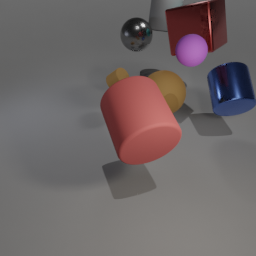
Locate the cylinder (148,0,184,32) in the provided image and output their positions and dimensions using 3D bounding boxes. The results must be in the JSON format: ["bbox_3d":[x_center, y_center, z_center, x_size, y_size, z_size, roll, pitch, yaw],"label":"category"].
[{"bbox_3d":[1.656,-5.027,12.414,1.400,1.400,1.400,6,22,-2],"label":"cylinder"}]

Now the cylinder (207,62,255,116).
[{"bbox_3d":[3.535,-1.306,9.639,1.400,1.400,1.400,-2,69,-3],"label":"cylinder"}]

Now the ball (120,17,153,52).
[{"bbox_3d":[0.364,-4.015,12.069,1.400,1.400,1.400,0,33,0],"label":"ball"}]

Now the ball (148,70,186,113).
[{"bbox_3d":[1.108,-1.098,8.780,1.400,1.400,1.400,0,33,0],"label":"ball"}]

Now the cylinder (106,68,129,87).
[{"bbox_3d":[-0.420,-1.994,11.406,0.700,0.700,0.700,-25,11,44],"label":"cylinder"}]

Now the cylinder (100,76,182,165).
[{"bbox_3d":[0.243,-0.154,6.069,1.400,1.400,1.400,-11,55,-16],"label":"cylinder"}]

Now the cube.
[{"bbox_3d":[2.171,-3.157,8.771,1.400,1.400,1.400,5,28,36],"label":"cube"}]

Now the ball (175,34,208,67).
[{"bbox_3d":[1.404,-1.716,6.211,0.700,0.700,0.700,0,33,0],"label":"ball"}]
